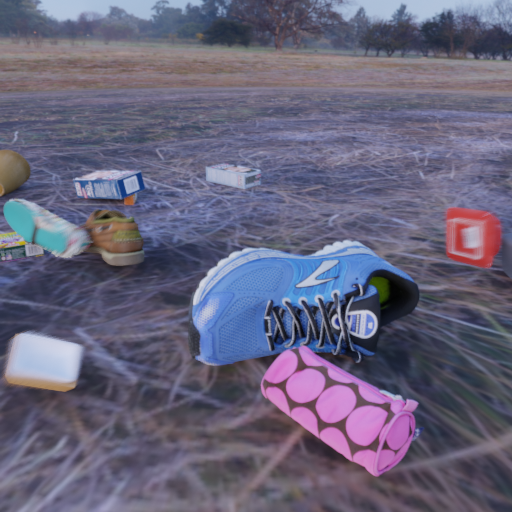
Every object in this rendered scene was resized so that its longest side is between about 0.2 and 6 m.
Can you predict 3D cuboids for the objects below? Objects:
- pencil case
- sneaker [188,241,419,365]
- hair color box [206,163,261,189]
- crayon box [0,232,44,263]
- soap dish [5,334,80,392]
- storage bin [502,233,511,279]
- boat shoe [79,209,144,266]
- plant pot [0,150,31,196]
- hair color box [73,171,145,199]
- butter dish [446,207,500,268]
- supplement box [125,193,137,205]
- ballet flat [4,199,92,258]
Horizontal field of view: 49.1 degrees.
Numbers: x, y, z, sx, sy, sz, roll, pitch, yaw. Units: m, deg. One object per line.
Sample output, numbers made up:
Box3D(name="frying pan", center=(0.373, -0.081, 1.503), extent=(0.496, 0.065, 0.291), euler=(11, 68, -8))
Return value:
Box3D(name="pencil case", center=(0.828, 1.517, 5.832), extent=(1.678, 0.786, 0.761), euler=(23, 7, 42))
Box3D(name="sneaker", center=(0.759, 0.624, 7.308), extent=(3.580, 1.406, 1.596), euler=(-14, 23, -33))
Box3D(name="hair color box", center=(-0.664, -2.305, 16.090), extent=(1.487, 0.451, 0.736), euler=(17, 27, 36))
Box3D(name="crayon box", center=(-4.750, -0.191, 10.863), extent=(1.055, 0.308, 0.910), euler=(-12, 24, -27))
Box3D(name="soap dish", center=(-2.502, 1.268, 6.592), extent=(0.768, 0.312, 0.604), euler=(16, 39, -23))
Box3D(name="storage bin", center=(4.901, 0.027, 9.242), extent=(1.197, 1.297, 1.783), euler=(-9, 21, 5))
Box3D(name="boat shoe", center=(-2.737, -0.477, 10.543), extent=(0.905, 0.855, 2.515), euler=(-10, 15, -35))
Box3D(name="plant pot", center=(-6.783, -2.108, 14.986), extent=(1.070, 1.070, 1.148), euler=(1, 37, 3))
Box3D(name="hair color box", center=(-3.794, -1.838, 14.399), extent=(1.737, 0.526, 0.868), euler=(5, 25, 36))
Box3D(name="butter dish", center=(3.902, -0.374, 9.796), extent=(0.731, 0.989, 0.986), euler=(-13, 17, -26))
Box3D(name="supplement box", center=(-3.201, -1.487, 14.301), extent=(0.231, 0.239, 0.694), euler=(-1, 18, -5))
Box3D(name="ballet flat", center=(-3.893, -0.490, 10.482), extent=(2.064, 0.781, 0.660), euler=(29, 18, 29))
